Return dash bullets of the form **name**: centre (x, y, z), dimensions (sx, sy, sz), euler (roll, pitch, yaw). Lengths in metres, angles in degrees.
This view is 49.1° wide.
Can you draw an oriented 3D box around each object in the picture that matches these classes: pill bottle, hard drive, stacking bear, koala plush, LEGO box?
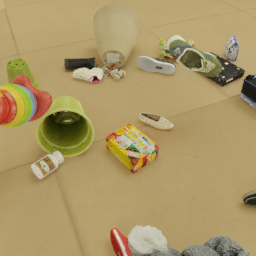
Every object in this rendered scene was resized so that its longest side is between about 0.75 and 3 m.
- **pill bottle**: centre (-2.609, 1.175, 9.174), dimensions (0.553, 0.553, 0.967), euler (34, 53, 30)
- **hard drive**: centre (4.265, -2.864, 13.486), dimensions (1.502, 0.407, 2.150), euler (-26, 50, -25)
- **stacking bear**: centre (-3.232, -0.605, 7.427), dimensions (1.362, 1.275, 2.242), euler (37, 14, 2)
- **koala plush**: centre (1.119, 3.262, 5.957), dimensions (2.579, 2.287, 2.370), euler (6, 15, 10)
- **LEGO box**: centre (0.137, 0.666, 9.678), dimensions (1.139, 0.590, 1.529), euler (-31, 52, -28)

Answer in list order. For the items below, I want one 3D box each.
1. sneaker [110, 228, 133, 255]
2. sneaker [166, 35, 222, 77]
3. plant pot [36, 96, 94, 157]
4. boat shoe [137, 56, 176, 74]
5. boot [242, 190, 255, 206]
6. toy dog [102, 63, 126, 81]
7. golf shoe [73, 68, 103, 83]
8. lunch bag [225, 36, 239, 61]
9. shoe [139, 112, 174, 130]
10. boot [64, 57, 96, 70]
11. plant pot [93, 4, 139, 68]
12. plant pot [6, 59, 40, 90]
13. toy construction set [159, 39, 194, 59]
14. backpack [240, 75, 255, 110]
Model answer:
- **sneaker**: centre (0.175, 3.148, 7.240), dimensions (0.844, 0.573, 1.462), euler (-17, 58, -28)
- **sneaker**: centre (2.282, -2.100, 9.161), dimensions (2.367, 0.794, 1.062), euler (22, 35, -28)
- **plant pot**: centre (-2.195, -0.239, 9.938), dimensions (1.901, 1.901, 1.748), euler (-7, 33, -7)
- **boat shoe**: centre (1.407, -3.118, 13.611), dimensions (1.927, 0.674, 0.639), euler (14, 34, 15)
- **boot**: centre (4.215, 2.415, 7.864), dimensions (1.701, 0.614, 1.285), euler (2, 47, 3)
- **toy dog**: centre (-0.723, -2.719, 13.191), dimensions (1.254, 0.604, 0.827), euler (11, 45, 11)
- **golf shoe**: centre (-1.873, -2.412, 12.947), dimensions (1.453, 0.547, 0.665), euler (-4, 59, 7)
- **lunch bag**: centre (5.335, -4.093, 14.340), dimensions (0.615, 0.993, 0.844), euler (5, 45, 5)
- **shoe**: centre (1.077, -0.273, 10.813), dimensions (1.405, 0.375, 0.491), euler (17, 46, 17)
- **boot**: centre (-2.315, -3.033, 13.570), dimensions (1.523, 0.500, 1.256), euler (-3, 33, -9)
- **plant pot**: centre (-0.677, -4.308, 13.883), dimensions (2.383, 2.383, 2.544), euler (2, 57, 2)
- **plant pot**: centre (-4.698, -2.246, 12.197), dimensions (1.381, 1.311, 1.381), euler (-1, 44, 1)
- **toy construction set**: centre (2.428, -4.064, 14.483), dimensions (1.921, 0.885, 1.259), euler (9, 43, 25)
- **backpack**: centre (5.817, -1.621, 11.646), dimensions (1.717, 1.155, 1.568), euler (-21, 48, -20)
